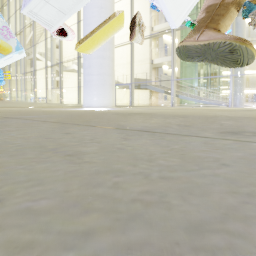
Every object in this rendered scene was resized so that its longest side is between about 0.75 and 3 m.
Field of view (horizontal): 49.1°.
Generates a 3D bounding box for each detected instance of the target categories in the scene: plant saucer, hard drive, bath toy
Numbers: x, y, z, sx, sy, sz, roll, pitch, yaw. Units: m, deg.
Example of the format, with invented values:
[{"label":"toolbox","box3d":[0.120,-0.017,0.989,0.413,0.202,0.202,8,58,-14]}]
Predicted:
[{"label":"plant saucer","box3d":[-1.088,-3.826,11.405,2.350,0.569,2.350,-37,24,7]},{"label":"hard drive","box3d":[0.921,-3.448,6.163,0.268,1.326,2.010,13,-29,46]},{"label":"bath toy","box3d":[4.310,-3.146,8.257,0.797,2.157,0.938,-24,-32,-3]}]

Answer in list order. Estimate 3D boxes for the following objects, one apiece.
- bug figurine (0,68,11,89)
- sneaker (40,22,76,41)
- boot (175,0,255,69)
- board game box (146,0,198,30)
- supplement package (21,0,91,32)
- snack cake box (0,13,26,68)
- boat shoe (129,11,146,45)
[{"label":"bug figurine","box3d":[-4.489,-1.863,8.451,1.705,1.322,0.439,-3,8,-35]},{"label":"sneaker","box3d":[-2.501,-3.452,9.285,1.590,0.599,0.831,34,17,-9]},{"label":"boot","box3d":[3.098,-3.285,8.701,2.549,2.910,0.962,19,-25,34]},{"label":"board game box","box3d":[0.998,-3.566,8.342,1.806,0.234,1.805,39,23,27]},{"label":"supplement package","box3d":[-1.097,-2.158,4.408,1.114,0.610,0.634,-20,-31,38]},{"label":"snack cake box","box3d":[-3.507,-2.438,7.575,0.809,1.407,0.473,-33,-4,-16]},{"label":"boat shoe","box3d":[0.259,-2.523,7.114,0.360,1.116,0.398,21,-35,-24]}]
